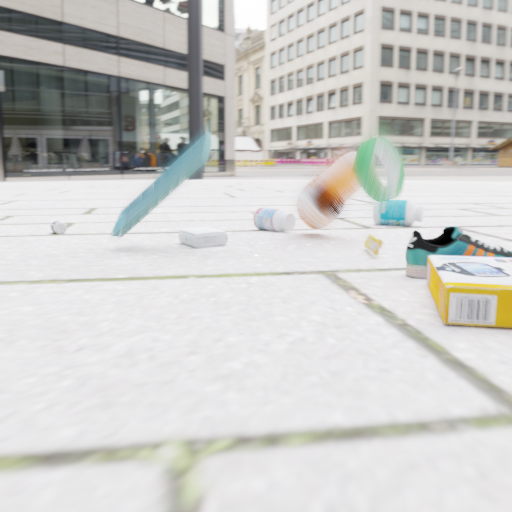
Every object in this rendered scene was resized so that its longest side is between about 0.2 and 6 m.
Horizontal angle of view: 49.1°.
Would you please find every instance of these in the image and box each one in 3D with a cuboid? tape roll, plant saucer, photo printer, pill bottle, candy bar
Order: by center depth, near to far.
[{"bbox_3d":[1.929,-1.342,8.706,0.980,0.980,0.236,-10,-4,-45],"label":"tape roll"},{"bbox_3d":[2.347,-0.242,11.337,0.146,0.328,1.317,20,7,-1],"label":"candy bar"},{"bbox_3d":[-1.929,-1.396,11.467,2.806,0.266,0.981,-38,26,25],"label":"plant saucer"},{"bbox_3d":[-1.230,-0.430,12.615,0.848,0.354,1.019,-6,12,-31],"label":"photo printer"},{"bbox_3d":[-5.131,-0.737,14.483,0.319,0.319,0.561,-7,12,-33],"label":"pill bottle"},{"bbox_3d":[0.488,-0.956,14.904,1.107,0.602,0.602,10,14,42],"label":"pill bottle"},{"bbox_3d":[4.082,-1.236,16.085,1.359,0.753,0.753,4,11,23],"label":"pill bottle"}]

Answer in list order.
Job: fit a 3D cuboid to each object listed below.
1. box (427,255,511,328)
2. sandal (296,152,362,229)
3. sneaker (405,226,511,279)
[{"bbox_3d":[3.169,0.400,7.505,1.542,0.537,2.590,2,8,12],"label":"box"},{"bbox_3d":[1.640,-1.401,13.251,0.813,1.088,2.839,-52,1,-36],"label":"sandal"},{"bbox_3d":[3.487,-0.068,9.184,2.064,0.825,0.737,-1,10,-5],"label":"sneaker"}]
